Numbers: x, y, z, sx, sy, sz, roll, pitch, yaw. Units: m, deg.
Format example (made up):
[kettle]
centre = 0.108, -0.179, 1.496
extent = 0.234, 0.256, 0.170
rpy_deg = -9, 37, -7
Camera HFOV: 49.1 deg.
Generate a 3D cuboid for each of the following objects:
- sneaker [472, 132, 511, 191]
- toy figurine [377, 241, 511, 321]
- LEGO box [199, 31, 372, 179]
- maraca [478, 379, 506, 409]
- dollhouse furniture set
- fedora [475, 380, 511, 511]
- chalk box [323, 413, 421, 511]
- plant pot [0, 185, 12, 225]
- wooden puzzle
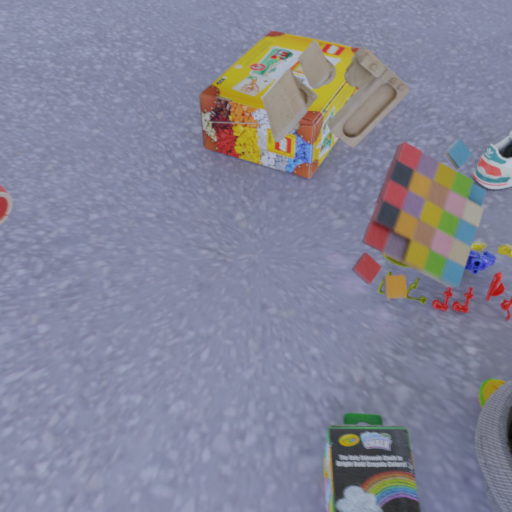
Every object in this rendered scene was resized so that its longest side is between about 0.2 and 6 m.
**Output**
[sneaker]
centre = 5.623, -2.107, 11.637
extent = 2.245, 1.049, 0.790
rpy_deg = -15, 47, -14
[toy figurine]
centre = 3.280, 0.120, 9.769
extent = 2.419, 1.276, 1.449
rpy_deg = 9, 17, 5
[LEGO box]
centre = 0.765, -3.631, 12.897
extent = 2.691, 1.394, 3.613
rpy_deg = 20, 48, 19
[maraca]
centre = 3.555, 2.089, 7.909
extent = 0.923, 0.494, 0.633
rpy_deg = 22, 58, -8
[dollhouse furniture set]
centre = 0.969, -1.615, 6.178
extent = 1.242, 1.181, 1.012
rpy_deg = 30, 30, -28
[fedora]
centre = 4.001, 2.705, 6.626
extent = 3.018, 1.363, 2.669
rpy_deg = 1, 46, -4
[chalk box]
centre = 1.366, 2.726, 6.886
extent = 1.009, 1.002, 1.616
rpy_deg = 1, 44, 3
[plant pot]
centre = -4.154, -0.855, 8.195
extent = 0.873, 0.987, 0.987
rpy_deg = 35, 53, 13
[wooden puzzle]
centre = 2.254, -0.513, 7.361
extent = 1.455, 0.172, 2.453
rpy_deg = 25, 78, -14
